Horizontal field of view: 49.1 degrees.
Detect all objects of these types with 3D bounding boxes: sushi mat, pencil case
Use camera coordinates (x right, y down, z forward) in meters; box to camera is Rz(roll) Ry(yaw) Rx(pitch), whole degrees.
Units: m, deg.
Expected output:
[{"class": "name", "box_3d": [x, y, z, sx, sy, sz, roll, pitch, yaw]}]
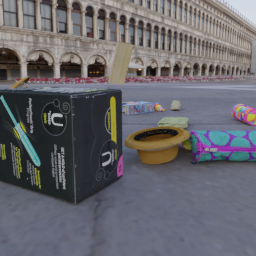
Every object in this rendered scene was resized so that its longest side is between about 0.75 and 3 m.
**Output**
[{"class": "sushi mat", "box_3d": [-0.362, -3.317, 14.485, 1.051, 2.198, 0.133, -1, 28, -35]}, {"class": "pencil case", "box_3d": [2.633, 0.480, 7.219, 2.019, 0.859, 0.933, 0, 13, -4]}, {"class": "pencil case", "box_3d": [5.461, -0.649, 12.883, 0.847, 0.847, 1.916, 1, 13, 3]}]

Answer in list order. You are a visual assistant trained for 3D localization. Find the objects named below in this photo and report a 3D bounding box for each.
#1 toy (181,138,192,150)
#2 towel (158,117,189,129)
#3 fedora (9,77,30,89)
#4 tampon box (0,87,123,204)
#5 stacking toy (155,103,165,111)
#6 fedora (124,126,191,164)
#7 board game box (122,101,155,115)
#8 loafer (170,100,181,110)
[{"class": "toy", "box_3d": [1.735, 0.408, 8.319, 2.050, 0.484, 1.180, -5, 0, 14]}, {"class": "towel", "box_3d": [1.951, -0.206, 11.911, 1.229, 0.302, 1.657, 2, 13, 14]}, {"class": "fedora", "box_3d": [-6.343, -1.784, 16.144, 2.847, 1.161, 2.847, -38, 15, 13]}, {"class": "tampon box", "box_3d": [-1.614, 0.143, 6.033, 2.633, 1.973, 1.662, 7, 13, 30]}, {"class": "stacking toy", "box_3d": [1.845, -1.140, 16.325, 0.475, 0.449, 0.819, -10, 26, -38]}, {"class": "fedora", "box_3d": [0.780, 0.480, 7.359, 1.763, 0.719, 1.763, -7, 15, 2]}, {"class": "board game box", "box_3d": [0.238, -1.154, 15.808, 1.846, 0.569, 1.845, 9, 14, 37]}, {"class": "loafer", "box_3d": [2.899, -1.402, 17.070, 0.602, 0.543, 1.590, 2, 12, 9]}]
